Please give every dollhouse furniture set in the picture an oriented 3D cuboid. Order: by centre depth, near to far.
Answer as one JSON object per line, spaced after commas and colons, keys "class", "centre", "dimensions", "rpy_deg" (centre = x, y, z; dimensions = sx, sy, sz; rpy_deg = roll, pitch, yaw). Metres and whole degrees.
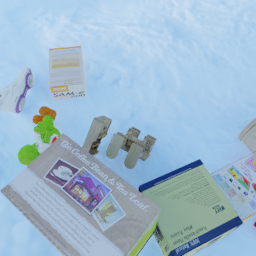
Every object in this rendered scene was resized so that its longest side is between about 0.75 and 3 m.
{"class": "dollhouse furniture set", "centre": [-0.305, 0.595, 8.231], "dimensions": [1.820, 1.595, 1.209], "rpy_deg": [27, 105, 13]}

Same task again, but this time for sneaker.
{"class": "sneaker", "centre": [-4.018, -1.440, 9.940], "dimensions": [1.006, 0.756, 2.020], "rpy_deg": [7, 57, 4]}

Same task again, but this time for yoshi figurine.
{"class": "yoshi figurine", "centre": [-2.819, 0.356, 8.610], "dimensions": [1.148, 1.152, 2.050], "rpy_deg": [-10, 58, 9]}

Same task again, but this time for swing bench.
{"class": "swing bench", "centre": [4.837, 0.354, 8.436], "dimensions": [1.973, 1.280, 1.963], "rpy_deg": [-25, 61, -17]}

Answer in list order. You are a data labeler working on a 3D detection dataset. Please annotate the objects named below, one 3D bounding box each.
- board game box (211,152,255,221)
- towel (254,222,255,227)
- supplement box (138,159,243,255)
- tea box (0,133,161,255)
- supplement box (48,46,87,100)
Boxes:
{"class": "board game box", "centre": [3.328, 1.722, 8.036], "dimensions": [1.978, 0.399, 1.514], "rpy_deg": [-21, 59, -14]}
{"class": "towel", "centre": [4.634, 2.685, 7.502], "dimensions": [2.109, 0.237, 1.525], "rpy_deg": [-27, 61, -17]}
{"class": "supplement box", "centre": [1.470, 2.162, 7.226], "dimensions": [1.873, 1.257, 1.871], "rpy_deg": [-21, 59, -14]}
{"class": "tea box", "centre": [-0.932, 2.048, 6.443], "dimensions": [2.727, 2.683, 1.822], "rpy_deg": [34, 63, 21]}
{"class": "supplement box", "centre": [-2.237, -2.064, 10.360], "dimensions": [1.255, 0.732, 1.992], "rpy_deg": [-6, 57, -4]}
